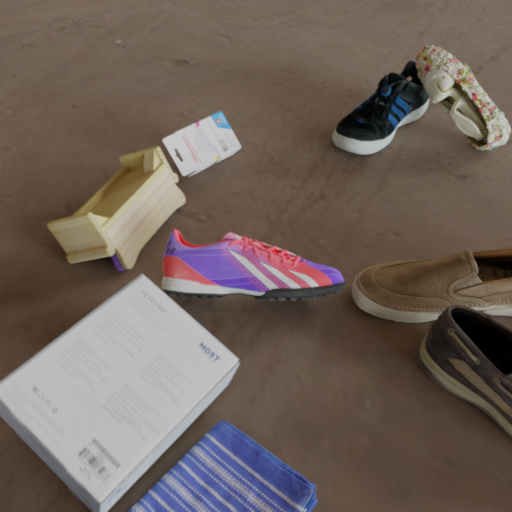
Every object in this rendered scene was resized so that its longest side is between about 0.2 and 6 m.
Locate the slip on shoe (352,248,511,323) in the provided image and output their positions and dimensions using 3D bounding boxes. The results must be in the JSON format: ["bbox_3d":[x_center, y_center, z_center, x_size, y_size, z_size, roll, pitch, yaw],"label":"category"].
[{"bbox_3d":[3.031,0.337,8.418,3.112,0.943,1.183,3,41,4],"label":"slip on shoe"}]

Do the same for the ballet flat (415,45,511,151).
[{"bbox_3d":[4.340,-3.390,12.061,0.890,1.053,2.784,-36,80,-29],"label":"ballet flat"}]

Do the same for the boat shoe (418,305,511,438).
[{"bbox_3d":[3.391,1.594,6.846,2.937,1.077,1.094,28,48,29],"label":"boat shoe"}]

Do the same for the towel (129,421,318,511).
[{"bbox_3d":[-0.525,2.852,5.992,1.532,0.252,2.116,29,49,30],"label":"towel"}]

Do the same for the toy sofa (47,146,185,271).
[{"bbox_3d":[-2.357,-0.800,9.880,1.018,1.199,2.458,-8,34,31],"label":"toy sofa"}]

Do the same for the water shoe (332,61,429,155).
[{"bbox_3d":[2.804,-3.415,12.522,1.186,1.309,3.317,27,47,28],"label":"water shoe"}]

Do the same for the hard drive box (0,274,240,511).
[{"bbox_3d":[-1.585,1.557,6.640,1.737,0.856,2.229,40,54,14],"label":"hard drive box"}]

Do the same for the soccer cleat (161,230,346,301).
[{"bbox_3d":[-0.044,0.140,8.435,2.781,1.018,0.949,2,0,5],"label":"soccer cleat"}]

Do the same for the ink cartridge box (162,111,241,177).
[{"bbox_3d":[-1.165,-2.207,11.354,1.504,0.866,0.510,-32,6,-28],"label":"ink cartridge box"}]
